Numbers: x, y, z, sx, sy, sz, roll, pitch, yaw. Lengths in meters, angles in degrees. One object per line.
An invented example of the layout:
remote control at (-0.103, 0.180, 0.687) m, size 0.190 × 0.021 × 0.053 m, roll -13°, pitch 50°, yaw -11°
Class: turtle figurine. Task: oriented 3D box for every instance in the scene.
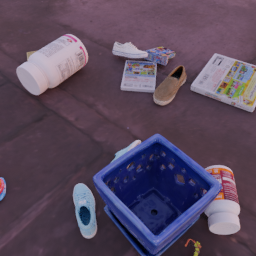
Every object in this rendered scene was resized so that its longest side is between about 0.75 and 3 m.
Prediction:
turtle figurine at (1.833, 3.468, 7.011) m, size 0.975 × 0.390 × 1.210 m, roll 15°, pitch 40°, yaw 3°

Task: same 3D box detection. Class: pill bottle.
pill bottle at (-3.152, -2.670, 11.812) m, size 1.565 × 1.565 × 2.760 m, roll 28°, pitch 54°, yaw 23°
pill bottle at (2.615, 2.012, 7.948) m, size 0.952 × 0.952 × 1.738 m, roll 4°, pitch 47°, yaw 4°

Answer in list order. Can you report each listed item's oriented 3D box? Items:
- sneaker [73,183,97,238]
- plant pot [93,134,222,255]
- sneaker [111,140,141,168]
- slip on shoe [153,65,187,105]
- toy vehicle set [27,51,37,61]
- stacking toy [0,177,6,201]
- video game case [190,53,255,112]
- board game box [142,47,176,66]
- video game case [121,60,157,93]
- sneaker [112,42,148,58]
sneaker at (-1.216, 2.197, 7.962) m, size 0.623 × 0.690 × 1.684 m, roll -14°, pitch 49°, yaw -14°
plant pot at (0.675, 1.905, 7.310) m, size 2.276 × 2.047 × 2.277 m, roll -32°, pitch 55°, yaw -26°
sneaker at (-0.104, 0.854, 9.298) m, size 0.615 × 0.555 × 1.501 m, roll 17°, pitch 42°, yaw 28°
slip on shoe at (1.778, -1.806, 11.618) m, size 0.849 × 0.676 × 2.232 m, roll 29°, pitch 54°, yaw 24°
toy vehicle set at (-4.238, -3.471, 13.489) m, size 1.190 × 0.158 × 0.740 m, roll -11°, pitch 49°, yaw -10°
stacking toy at (-4.169, 1.459, 8.071) m, size 0.829 × 1.510 × 0.876 m, roll -12°, pitch 45°, yaw -10°
video game case at (4.484, -2.070, 12.111) m, size 2.631 × 0.331 × 2.891 m, roll 25°, pitch 51°, yaw 21°
board game box at (1.568, -3.358, 13.106) m, size 1.293 × 0.399 × 1.292 m, roll -22°, pitch 42°, yaw -33°
video game case at (0.516, -2.327, 12.432) m, size 1.445 × 0.182 × 2.018 m, roll 5°, pitch 48°, yaw 4°
sneaker at (0.071, -3.633, 12.991) m, size 1.801 × 0.637 × 0.658 m, roll 14°, pitch 27°, yaw 21°
